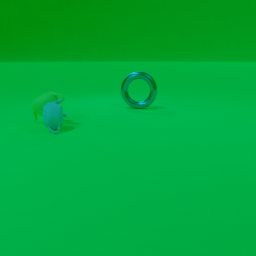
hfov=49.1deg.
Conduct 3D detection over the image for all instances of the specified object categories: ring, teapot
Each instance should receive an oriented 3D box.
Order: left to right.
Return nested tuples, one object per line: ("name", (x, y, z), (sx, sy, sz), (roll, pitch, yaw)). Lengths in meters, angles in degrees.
("teapot", (-2.210, -0.580, 7.570), (1.225, 0.600, 0.762), (-27, 7, 22))
("teapot", (-1.807, -0.326, 6.979), (0.539, 0.685, 1.102), (-3, 56, -6))
("ring", (0.379, -1.312, 9.779), (1.296, 1.296, 0.259), (3, 12, 11))
